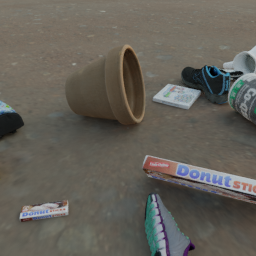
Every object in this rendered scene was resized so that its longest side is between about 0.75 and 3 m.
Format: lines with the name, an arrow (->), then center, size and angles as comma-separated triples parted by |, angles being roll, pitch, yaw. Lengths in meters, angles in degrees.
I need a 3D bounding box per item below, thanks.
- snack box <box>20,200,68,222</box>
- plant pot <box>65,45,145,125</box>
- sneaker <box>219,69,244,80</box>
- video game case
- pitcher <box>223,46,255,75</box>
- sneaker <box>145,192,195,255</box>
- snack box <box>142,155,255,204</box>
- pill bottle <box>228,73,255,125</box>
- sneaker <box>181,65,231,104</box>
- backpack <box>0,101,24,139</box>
snack box -> -1.773, 1.764, 5.974 | 0.973, 0.118, 0.350 | -6, 32, -10
plant pot -> -0.772, -1.274, 9.030 | 2.149, 2.464, 2.464 | -5, 29, 18
sneaker -> 4.311, -2.335, 12.375 | 1.453, 0.536, 0.581 | 6, 17, 2
video game case -> 1.905, -1.243, 10.794 | 1.403, 0.183, 1.541 | 16, 35, 24
pitcher -> 6.081, -3.190, 12.824 | 2.821, 1.710, 2.420 | -19, 18, -15
sneaker -> 0.784, 2.006, 5.236 | 0.768, 0.653, 1.755 | 5, 41, -11
snack box -> 1.765, 1.163, 6.122 | 2.825, 1.016, 0.343 | 11, 73, 17
pill bottle -> 4.399, -0.663, 8.701 | 1.392, 1.392, 2.461 | -10, 32, -15
sneaker -> 3.130, -2.044, 11.164 | 1.041, 1.165, 2.845 | -13, 33, -20
backpack -> -4.144, -0.347, 8.686 | 1.181, 1.114, 1.448 | -28, 27, -34
